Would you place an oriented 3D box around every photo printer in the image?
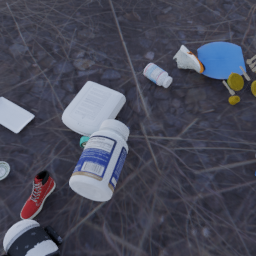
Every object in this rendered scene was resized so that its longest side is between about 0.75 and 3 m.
[{"bbox_3d":[-1.454,-0.719,11.694,1.947,0.813,2.340,22,59,13],"label":"photo printer"}]

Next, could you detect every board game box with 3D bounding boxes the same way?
[{"bbox_3d":[4.445,-3.132,13.569,2.098,0.517,2.655,0,54,8],"label":"board game box"}]

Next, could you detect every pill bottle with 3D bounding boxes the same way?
[{"bbox_3d":[1.392,-2.408,12.933,1.276,0.694,0.694,40,64,23],"label":"pill bottle"},{"bbox_3d":[-0.789,0.956,8.928,1.349,1.349,2.431,15,56,10],"label":"pill bottle"}]

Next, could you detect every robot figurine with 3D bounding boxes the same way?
[{"bbox_3d":[-2.862,3.725,8.441,1.987,1.493,1.240,40,93,23],"label":"robot figurine"}]

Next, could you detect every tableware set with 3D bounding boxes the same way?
[{"bbox_3d":[5.416,-1.999,12.626,2.615,0.401,1.761,-38,94,-19],"label":"tableware set"}]

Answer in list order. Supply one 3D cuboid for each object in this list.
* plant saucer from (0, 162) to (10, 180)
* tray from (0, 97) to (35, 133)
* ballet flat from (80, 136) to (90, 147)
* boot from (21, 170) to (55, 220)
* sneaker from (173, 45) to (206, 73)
[{"bbox_3d":[-4.786,1.637,10.464,0.779,0.196,0.779,0,56,1],"label":"plant saucer"},{"bbox_3d":[-5.048,-0.532,11.932,2.010,0.223,1.079,28,59,18],"label":"tray"},{"bbox_3d":[-1.204,0.560,10.422,1.416,0.477,0.498,-5,56,30],"label":"ballet flat"},{"bbox_3d":[-3.158,2.238,9.461,0.591,1.177,1.631,23,59,15],"label":"boot"},{"bbox_3d":[2.866,-3.039,13.265,0.937,0.771,2.037,-46,42,20],"label":"sneaker"}]
